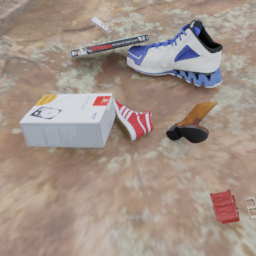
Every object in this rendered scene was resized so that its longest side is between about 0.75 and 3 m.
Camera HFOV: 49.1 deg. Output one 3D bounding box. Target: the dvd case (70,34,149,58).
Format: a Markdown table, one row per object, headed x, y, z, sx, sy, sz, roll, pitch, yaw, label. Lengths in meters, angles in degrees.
| x | y | z | sx | sy | sz | roll | pitch | yaw | label |
| --- | --- | --- | --- | --- | --- | --- | --- | --- | --- |
| -0.623 | -2.456 | 8.424 | 2.235 | 0.246 | 1.632 | -15 | 17 | -6 | dvd case |

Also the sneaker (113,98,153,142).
| x | y | z | sx | sy | sz | roll | pitch | yaw | label |
| --- | --- | --- | --- | --- | --- | --- | --- | --- | --- |
| 0.087 | -0.326 | 7.139 | 0.815 | 0.516 | 1.449 | -20 | 54 | -18 | sneaker |

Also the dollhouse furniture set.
| x | y | z | sx | sy | sz | roll | pitch | yaw | label |
| --- | --- | --- | --- | --- | --- | --- | --- | --- | --- |
| 2.191 | 1.368 | 5.070 | 1.237 | 0.666 | 0.503 | -16 | 62 | 18 | dollhouse furniture set |

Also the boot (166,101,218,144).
| x | y | z | sx | sy | sz | roll | pitch | yaw | label |
| --- | --- | --- | --- | --- | --- | --- | --- | --- | --- |
| 1.748 | -0.181 | 6.718 | 1.357 | 1.277 | 0.465 | -39 | 100 | -25 | boot |

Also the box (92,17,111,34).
| x | y | z | sx | sy | sz | roll | pitch | yaw | label |
| --- | --- | --- | --- | --- | --- | --- | --- | --- | --- |
| -0.943 | -3.604 | 9.838 | 0.179 | 0.191 | 0.923 | -42 | 60 | -7 | box |

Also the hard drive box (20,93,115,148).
| x | y | z | sx | sy | sz | roll | pitch | yaw | label |
| --- | --- | --- | --- | --- | --- | --- | --- | --- | --- |
| -1.272 | -0.203 | 6.339 | 1.739 | 0.668 | 1.356 | 0 | 32 | 9 | hard drive box |

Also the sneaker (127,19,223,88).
| x | y | z | sx | sy | sz | roll | pitch | yaw | label |
| --- | --- | --- | --- | --- | --- | --- | --- | --- | --- |
| 1.415 | -2.266 | 7.855 | 2.756 | 1.592 | 1.113 | 16 | 40 | 17 | sneaker |
